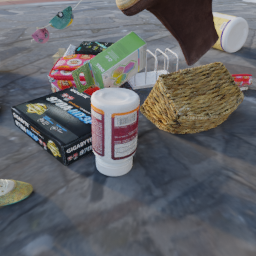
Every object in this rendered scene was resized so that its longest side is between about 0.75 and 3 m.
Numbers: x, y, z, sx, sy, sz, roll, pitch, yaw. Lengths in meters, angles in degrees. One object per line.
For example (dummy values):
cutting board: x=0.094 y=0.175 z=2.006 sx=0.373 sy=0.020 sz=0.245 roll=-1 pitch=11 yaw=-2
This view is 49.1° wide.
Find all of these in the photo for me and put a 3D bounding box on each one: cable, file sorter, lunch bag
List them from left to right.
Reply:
cable: x=-2.659 y=-3.106 z=12.451 sx=0.428 sy=1.237 sz=1.237 roll=31 pitch=44 yaw=-17
lunch bag: x=-1.626 y=-1.939 z=10.823 sx=2.643 sy=1.083 sz=2.328 roll=3 pitch=37 yaw=6
file sorter: x=0.953 y=-2.492 z=11.476 sx=1.944 sy=1.211 sz=1.349 roll=-9 pitch=34 yaw=-15
lunch bag: x=4.096 y=-1.801 z=10.720 sx=1.154 sy=0.473 sz=1.017 roll=-2 pitch=3 yaw=-3

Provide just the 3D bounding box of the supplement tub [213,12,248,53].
supplement tub: x=5.028 y=-5.293 z=15.347 sx=1.807 sy=1.807 sz=2.486 roll=-18 pitch=36 yaw=-26

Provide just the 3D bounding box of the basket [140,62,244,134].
basket: x=2.033 y=-0.659 z=8.921 sx=2.612 sy=1.946 sz=1.865 roll=-17 pitch=69 yaw=-25

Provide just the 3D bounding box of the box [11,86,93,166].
box: x=-1.744 y=-0.236 z=8.372 sx=2.298 sy=0.665 sz=2.891 roll=-27 pitch=41 yaw=-36

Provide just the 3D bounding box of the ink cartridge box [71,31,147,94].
ink cartridge box: x=-0.406 y=-1.463 z=6.997 sx=1.876 sy=0.974 sz=0.556 roll=-37 pitch=70 yaw=-13

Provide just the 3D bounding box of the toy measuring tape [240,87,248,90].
toy measuring tape: x=4.181 y=-1.431 z=10.567 sx=1.057 sy=0.389 sz=0.389 roll=-8 pitch=33 yaw=-19

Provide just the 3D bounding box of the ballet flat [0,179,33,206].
ballet flat: x=-2.965 y=1.376 z=5.900 sx=1.788 sy=0.632 sz=0.632 roll=-11 pitch=34 yaw=-17

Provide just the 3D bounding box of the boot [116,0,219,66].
boot: x=1.185 y=-2.520 z=6.495 sx=1.072 sy=2.464 sz=2.963 roll=11 pitch=47 yaw=46

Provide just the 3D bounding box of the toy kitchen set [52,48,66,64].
toy kitchen set: x=-3.089 y=-3.584 z=13.603 sx=0.954 sy=0.778 sz=0.861 roll=3 pitch=32 yaw=5

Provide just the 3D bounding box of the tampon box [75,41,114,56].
tampon box: x=-1.205 y=-3.022 z=12.324 sx=1.864 sy=1.177 sz=1.397 roll=5 pitch=33 yaw=7

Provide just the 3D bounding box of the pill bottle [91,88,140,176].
pill bottle: x=-0.309 y=0.113 z=6.627 sx=1.092 sy=1.913 sz=1.092 roll=2 pitch=30 yaw=-1

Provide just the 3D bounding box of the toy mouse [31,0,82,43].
toy mouse: x=-1.296 y=-1.745 z=4.858 sx=1.243 sy=0.241 sz=1.105 roll=-29 pitch=22 yaw=18
